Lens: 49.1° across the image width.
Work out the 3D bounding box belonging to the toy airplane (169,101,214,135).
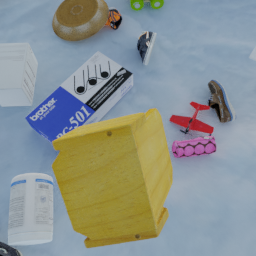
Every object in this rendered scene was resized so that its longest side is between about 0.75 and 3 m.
[{"bbox_3d":[1.818,-0.283,7.641,1.254,0.231,1.254,-5,49,6],"label":"toy airplane"}]

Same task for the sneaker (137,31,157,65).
[{"bbox_3d":[0.510,-2.485,8.660,0.531,0.525,1.338,15,54,2],"label":"sneaker"}]

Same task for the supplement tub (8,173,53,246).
[{"bbox_3d":[-2.179,1.830,6.334,0.953,0.953,1.445,-5,64,-2],"label":"supplement tub"}]

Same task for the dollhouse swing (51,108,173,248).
[{"bbox_3d":[-0.078,0.485,3.475,1.200,1.161,1.321,-12,105,9],"label":"dollhouse swing"}]

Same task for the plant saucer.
[{"bbox_3d":[-1.619,-3.735,9.140,1.986,0.352,1.986,-5,66,11],"label":"plant saucer"}]

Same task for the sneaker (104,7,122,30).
[{"bbox_3d":[-0.744,-3.494,9.163,1.247,0.484,0.699,-30,67,-14],"label":"sneaker"}]

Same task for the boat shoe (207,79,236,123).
[{"bbox_3d":[2.515,-0.766,7.844,0.487,0.486,1.347,-18,65,-7],"label":"boat shoe"}]

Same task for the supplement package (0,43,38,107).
[{"bbox_3d":[-3.208,-1.504,7.950,0.918,0.921,1.571,-1,64,-1],"label":"supplement package"}]

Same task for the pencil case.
[{"bbox_3d":[1.700,0.464,7.228,1.100,0.515,0.499,-10,57,-5],"label":"pencil case"}]

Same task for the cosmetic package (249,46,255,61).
[{"bbox_3d":[3.197,-1.795,4.816,1.461,1.938,0.501,14,24,-30],"label":"cosmetic package"}]

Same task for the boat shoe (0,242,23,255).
[{"bbox_3d":[-3.448,2.638,6.059,2.308,0.724,0.838,13,65,6],"label":"boat shoe"}]

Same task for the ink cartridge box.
[{"bbox_3d":[-1.247,-0.762,7.754,1.351,0.636,2.875,36,70,17],"label":"ink cartridge box"}]

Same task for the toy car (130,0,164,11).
[{"bbox_3d":[0.585,-5.059,9.234,1.343,1.702,1.398,-5,65,-2],"label":"toy car"}]
